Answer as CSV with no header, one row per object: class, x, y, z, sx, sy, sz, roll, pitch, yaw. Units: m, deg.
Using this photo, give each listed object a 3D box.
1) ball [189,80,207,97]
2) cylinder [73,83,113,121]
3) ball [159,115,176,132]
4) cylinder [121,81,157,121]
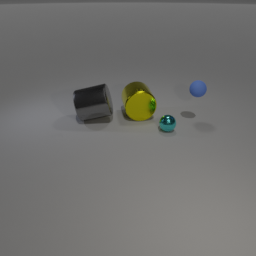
ball,2.909,-1.624,11.629,0.700,0.700,0.700,0,28,0
cylinder,-1.478,-1.097,12.133,1.400,1.400,1.400,-12,27,6
ball,1.626,-0.198,11.470,0.700,0.700,0.700,0,28,0
cylinder,0.470,-1.230,12.671,1.400,1.400,1.400,-4,28,-7
